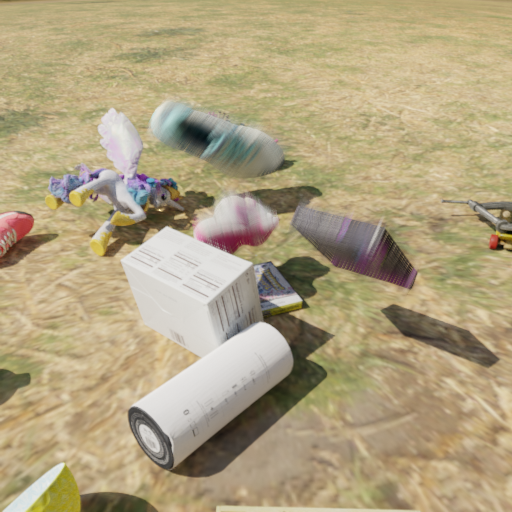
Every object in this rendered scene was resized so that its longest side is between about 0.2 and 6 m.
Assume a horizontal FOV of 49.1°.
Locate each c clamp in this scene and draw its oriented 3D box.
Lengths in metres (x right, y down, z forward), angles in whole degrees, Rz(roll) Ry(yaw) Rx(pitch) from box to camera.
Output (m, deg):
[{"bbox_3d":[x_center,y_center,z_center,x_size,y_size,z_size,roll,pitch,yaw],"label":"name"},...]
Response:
[{"bbox_3d":[5.058,-0.839,11.696,1.652,0.262,1.934,-4,23,-9],"label":"c clamp"}]

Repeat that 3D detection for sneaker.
[{"bbox_3d":[-5.170,-0.193,11.058,0.849,0.721,1.956,36,49,25],"label":"sneaker"},{"bbox_3d":[-0.734,-2.376,12.200,3.103,1.204,1.339,14,11,-21],"label":"sneaker"},{"bbox_3d":[-0.462,-0.556,9.644,0.846,0.781,1.919,46,30,20],"label":"sneaker"}]

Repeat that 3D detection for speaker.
[{"bbox_3d":[-0.528,1.781,7.488,0.920,0.920,2.265,26,40,35],"label":"speaker"}]

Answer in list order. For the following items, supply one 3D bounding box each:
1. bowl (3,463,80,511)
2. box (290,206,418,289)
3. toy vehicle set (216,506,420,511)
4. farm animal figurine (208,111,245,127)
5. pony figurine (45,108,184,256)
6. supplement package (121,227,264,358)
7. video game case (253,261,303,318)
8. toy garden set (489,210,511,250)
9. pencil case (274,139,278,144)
[{"bbox_3d":[-2.273,2.898,5.707,0.741,1.376,1.376,50,42,-3],"label":"bowl"},{"bbox_3d":[1.425,-0.090,7.900,1.308,0.330,1.830,18,-9,33],"label":"box"},{"bbox_3d":[0.673,3.275,5.662,2.283,0.303,1.419,1,32,2],"label":"toy vehicle set"},{"bbox_3d":[-0.922,-3.649,16.467,1.424,0.751,1.440,21,29,10],"label":"farm animal figurine"},{"bbox_3d":[-3.098,-1.503,12.093,2.606,2.248,2.699,43,39,5],"label":"pony figurine"},{"bbox_3d":[-0.952,0.625,8.691,1.850,1.441,1.026,23,49,34],"label":"supplement package"},{"bbox_3d":[-0.046,0.626,10.032,1.300,0.183,1.438,-12,34,-18],"label":"video game case"},{"bbox_3d":[6.136,-0.680,11.785,2.245,0.537,2.693,10,33,16],"label":"toy garden set"},{"bbox_3d":[-0.354,-2.825,15.030,1.811,0.801,0.801,6,32,9],"label":"pencil case"}]
